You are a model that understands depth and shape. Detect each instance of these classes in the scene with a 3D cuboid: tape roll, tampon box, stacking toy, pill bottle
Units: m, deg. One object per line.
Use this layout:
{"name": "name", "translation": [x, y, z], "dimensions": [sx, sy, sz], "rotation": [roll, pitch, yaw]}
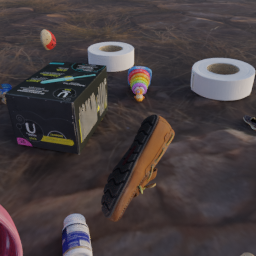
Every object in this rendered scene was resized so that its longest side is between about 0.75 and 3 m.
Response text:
{"name": "tape roll", "translation": [-0.861, -3.711, 14.441], "dimensions": [2.389, 0.836, 2.389], "rotation": [0, 32, 0]}
{"name": "tampon box", "translation": [-2.037, -0.776, 8.947], "dimensions": [2.102, 1.770, 2.804], "rotation": [8, 33, 13]}
{"name": "stacking toy", "translation": [0.456, -1.678, 11.407], "dimensions": [0.993, 0.939, 1.710], "rotation": [4, 44, 1]}
{"name": "pill bottle", "translation": [-1.015, 2.177, 5.479], "dimensions": [0.539, 0.539, 0.932], "rotation": [-7, 32, -11]}
{"name": "tape roll", "translation": [3.926, -2.104, 11.780], "dimensions": [2.529, 0.884, 2.529], "rotation": [-2, 34, 1]}

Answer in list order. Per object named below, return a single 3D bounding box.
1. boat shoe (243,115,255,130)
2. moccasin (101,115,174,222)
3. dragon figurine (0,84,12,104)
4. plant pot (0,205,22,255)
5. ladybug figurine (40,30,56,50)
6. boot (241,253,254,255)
{"name": "boat shoe", "translation": [4.222, -0.243, 9.518], "dimensions": [0.307, 0.277, 0.853], "rotation": [-3, 33, -4]}
{"name": "moccasin", "translation": [0.274, 0.923, 6.237], "dimensions": [0.920, 0.971, 2.516], "rotation": [-14, 41, 56]}
{"name": "dragon figurine", "translation": [-4.923, -1.427, 11.154], "dimensions": [1.768, 0.520, 0.879], "rotation": [12, 35, 18]}
{"name": "plant pot", "translation": [-3.100, 1.902, 4.635], "dimensions": [2.243, 2.243, 2.007], "rotation": [-20, 21, -28]}
{"name": "ladybug figurine", "translation": [-2.612, -2.908, 9.252], "dimensions": [0.328, 0.619, 0.911], "rotation": [-1, 3, 2]}
{"name": "boot", "translation": [2.038, 3.177, 3.927], "dimensions": [1.949, 0.847, 2.343], "rotation": [-35, 47, -26]}
